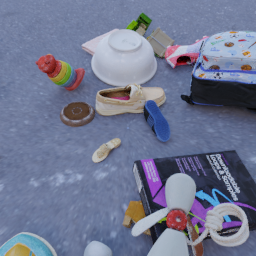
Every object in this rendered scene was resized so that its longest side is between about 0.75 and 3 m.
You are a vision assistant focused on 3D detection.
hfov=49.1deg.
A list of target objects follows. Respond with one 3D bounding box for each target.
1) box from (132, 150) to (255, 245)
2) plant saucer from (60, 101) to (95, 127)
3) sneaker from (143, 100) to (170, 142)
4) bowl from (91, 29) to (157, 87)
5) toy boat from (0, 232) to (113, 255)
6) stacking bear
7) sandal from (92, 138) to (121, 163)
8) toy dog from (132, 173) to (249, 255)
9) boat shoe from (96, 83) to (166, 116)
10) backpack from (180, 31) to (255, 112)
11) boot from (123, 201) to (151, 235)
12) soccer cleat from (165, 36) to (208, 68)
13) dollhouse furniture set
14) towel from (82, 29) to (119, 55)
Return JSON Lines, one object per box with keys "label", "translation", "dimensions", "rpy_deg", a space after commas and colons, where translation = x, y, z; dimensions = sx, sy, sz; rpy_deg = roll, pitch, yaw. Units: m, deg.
{"label": "box", "translation": [1.771, 1.581, 6.850], "dimensions": [2.929, 0.529, 2.094], "rpy_deg": [-4, 47, -15]}
{"label": "plant saucer", "translation": [-1.674, -0.515, 9.248], "dimensions": [1.180, 0.189, 1.180], "rpy_deg": [-1, 47, 1]}
{"label": "sneaker", "translation": [0.883, -0.166, 8.757], "dimensions": [0.503, 0.558, 1.433], "rpy_deg": [-15, 70, -15]}
{"label": "bowl", "translation": [-0.129, -2.861, 10.573], "dimensions": [2.604, 1.170, 2.604], "rpy_deg": [1, 54, -1]}
{"label": "toy boat", "translation": [-1.551, 2.860, 5.374], "dimensions": [2.598, 1.207, 2.184], "rpy_deg": [-13, 48, -11]}
{"label": "stacking bear", "translation": [-2.373, -1.951, 9.515], "dimensions": [0.952, 1.568, 0.892], "rpy_deg": [9, 80, 33]}
{"label": "sandal", "translation": [-0.640, 0.548, 8.128], "dimensions": [0.392, 0.352, 1.069], "rpy_deg": [36, 56, 29]}
{"label": "toy dog", "translation": [0.835, 2.505, 5.446], "dimensions": [1.952, 1.425, 2.959], "rpy_deg": [31, 57, 21]}
{"label": "boat shoe", "translation": [0.120, -1.034, 9.270], "dimensions": [2.434, 0.842, 0.897], "rpy_deg": [-12, 48, -11]}
{"label": "backpack", "translation": [3.475, -2.023, 9.419], "dimensions": [2.897, 2.232, 2.760], "rpy_deg": [11, 37, 14]}
{"label": "boot", "translation": [0.390, 2.109, 6.656], "dimensions": [0.968, 0.341, 0.693], "rpy_deg": [12, 54, 19]}
{"label": "soccer cleat", "translation": [2.701, -2.990, 11.195], "dimensions": [2.516, 0.839, 0.962], "rpy_deg": [-14, 60, -11]}
{"label": "dollhouse furniture set", "translation": [0.854, -3.755, 12.104], "dimensions": [1.971, 0.989, 1.291], "rpy_deg": [39, 60, -4]}
{"label": "towel", "translation": [-0.619, -3.501, 11.948], "dimensions": [2.025, 0.326, 1.934], "rpy_deg": [-35, 56, -29]}
